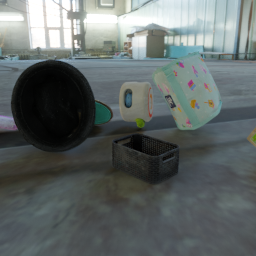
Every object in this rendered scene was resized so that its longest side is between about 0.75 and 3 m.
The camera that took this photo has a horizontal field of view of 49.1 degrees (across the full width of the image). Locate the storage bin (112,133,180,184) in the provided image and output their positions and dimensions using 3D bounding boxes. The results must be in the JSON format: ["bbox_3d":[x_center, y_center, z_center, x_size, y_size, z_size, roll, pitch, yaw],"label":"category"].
[{"bbox_3d":[0.330,0.569,5.566,0.824,0.571,1.219,-16,22,-42],"label":"storage bin"}]

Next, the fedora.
[{"bbox_3d":[-1.710,-0.506,6.780,2.138,2.138,0.976,0,2,0],"label":"fedora"}]

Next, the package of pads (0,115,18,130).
[{"bbox_3d":[-3.612,-0.181,7.846,0.575,0.361,0.955,8,-3,24],"label":"package of pads"}]

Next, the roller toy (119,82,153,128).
[{"bbox_3d":[0.239,-0.802,8.527,0.935,1.220,1.338,1,39,14],"label":"roller toy"}]

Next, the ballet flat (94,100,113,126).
[{"bbox_3d":[-1.714,-0.574,8.844,2.539,0.864,0.854,5,10,0],"label":"ballet flat"}]

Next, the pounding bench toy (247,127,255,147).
[{"bbox_3d":[3.434,0.297,6.069,0.902,0.718,1.156,-9,47,-38],"label":"pounding bench toy"}]

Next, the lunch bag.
[{"bbox_3d":[1.724,-1.066,8.149,1.409,1.969,2.311,-25,5,30],"label":"lunch bag"}]
